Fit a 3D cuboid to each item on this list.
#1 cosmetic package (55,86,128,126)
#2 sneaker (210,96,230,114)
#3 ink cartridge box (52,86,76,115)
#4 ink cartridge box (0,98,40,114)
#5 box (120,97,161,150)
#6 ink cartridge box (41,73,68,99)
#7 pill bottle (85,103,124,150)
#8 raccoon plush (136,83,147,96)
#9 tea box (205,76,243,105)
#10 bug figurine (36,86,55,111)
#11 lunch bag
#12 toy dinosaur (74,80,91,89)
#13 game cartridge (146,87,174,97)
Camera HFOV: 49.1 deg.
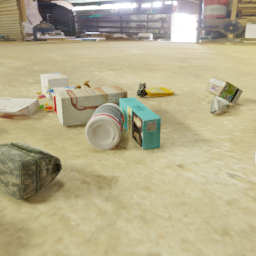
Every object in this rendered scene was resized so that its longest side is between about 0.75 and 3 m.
[{"bbox_3d":[-1.533,-0.994,11.808,2.780,1.213,1.437,-10,24,-22],"label":"cosmetic package"},{"bbox_3d":[4.216,-1.055,12.761,0.789,0.675,1.813,15,26,21],"label":"sneaker"},{"bbox_3d":[-2.919,-1.341,13.301,1.256,0.727,2.163,-7,24,-16],"label":"ink cartridge box"},{"bbox_3d":[-5.231,-0.865,12.426,1.942,0.434,1.711,3,26,16],"label":"ink cartridge box"},{"bbox_3d":[0.370,-0.256,10.187,0.642,1.075,2.613,-8,23,-17],"label":"box"},{"bbox_3d":[-3.926,-2.274,15.137,1.106,1.078,1.721,-12,25,-28],"label":"ink cartridge box"},{"bbox_3d":[-0.737,-0.177,9.835,1.180,1.180,1.973,2,23,4],"label":"pill bottle"},{"bbox_3d":[0.628,-2.139,15.080,0.531,0.735,1.097,-13,22,-26],"label":"raccoon plush"},{"bbox_3d":[4.751,-1.872,13.946,1.207,0.820,1.227,21,13,-26],"label":"tea box"},{"bbox_3d":[-3.856,-1.287,13.087,0.985,1.270,0.327,-9,-21,20],"label":"bug figurine"},{"bbox_3d":[-2.683,0.970,7.223,1.589,1.107,1.333,13,15,31],"label":"lunch bag"},{"bbox_3d":[-1.955,-1.646,14.026,0.852,1.499,2.822,-36,32,-3],"label":"toy dinosaur"},{"bbox_3d":[1.632,-2.036,15.670,1.541,0.250,1.358,-8,23,-18],"label":"game cartridge"}]
